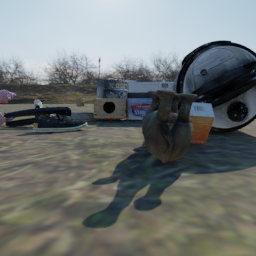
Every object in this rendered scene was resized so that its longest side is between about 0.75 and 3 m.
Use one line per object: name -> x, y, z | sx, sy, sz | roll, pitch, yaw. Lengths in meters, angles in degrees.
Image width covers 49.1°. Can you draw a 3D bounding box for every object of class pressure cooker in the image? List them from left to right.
pressure cooker -> 2.598, -1.135, 8.000 | 2.539, 2.499, 2.842 | 20, 9, 4

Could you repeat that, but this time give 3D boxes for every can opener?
can opener -> -2.993, -0.399, 9.430 | 2.218, 0.703, 0.872 | -1, 7, -10

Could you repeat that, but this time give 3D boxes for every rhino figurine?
rhino figurine -> 0.591, -0.093, 4.843 | 0.722, 1.057, 2.416 | 7, 6, -1

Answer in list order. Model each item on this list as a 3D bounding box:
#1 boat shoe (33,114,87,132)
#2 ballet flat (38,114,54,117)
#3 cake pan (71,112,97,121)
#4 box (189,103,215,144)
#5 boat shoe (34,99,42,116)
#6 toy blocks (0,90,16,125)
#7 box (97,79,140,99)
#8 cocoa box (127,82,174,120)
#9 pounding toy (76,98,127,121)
boat shoe -> -1.947, -0.161, 8.176 | 1.610, 0.501, 0.601 | -2, 4, -29
ballet flat -> -4.098, -0.632, 13.602 | 1.001, 0.284, 0.333 | 1, 6, 11
cake pan -> -2.193, -0.516, 12.423 | 1.668, 0.306, 1.668 | 0, 6, 0
box -> 1.326, -0.094, 5.621 | 0.583, 0.766, 0.407 | 3, 44, -1
boat shoe -> -3.840, -0.904, 11.913 | 0.312, 0.868, 0.285 | -26, -27, 5
toy blocks -> -4.908, -1.229, 10.122 | 1.843, 2.189, 2.046 | -13, 14, -41
box -> -0.443, -1.519, 14.379 | 2.392, 1.895, 0.578 | -6, 8, -38
cocoa box -> 1.282, -1.190, 12.464 | 2.482, 1.629, 1.655 | 1, 6, 9
pounding toy -> -1.148, -0.786, 11.849 | 2.086, 0.954, 1.833 | 0, 6, 4
